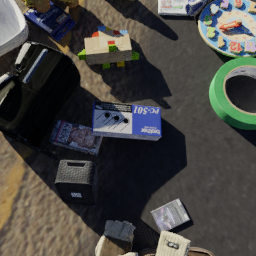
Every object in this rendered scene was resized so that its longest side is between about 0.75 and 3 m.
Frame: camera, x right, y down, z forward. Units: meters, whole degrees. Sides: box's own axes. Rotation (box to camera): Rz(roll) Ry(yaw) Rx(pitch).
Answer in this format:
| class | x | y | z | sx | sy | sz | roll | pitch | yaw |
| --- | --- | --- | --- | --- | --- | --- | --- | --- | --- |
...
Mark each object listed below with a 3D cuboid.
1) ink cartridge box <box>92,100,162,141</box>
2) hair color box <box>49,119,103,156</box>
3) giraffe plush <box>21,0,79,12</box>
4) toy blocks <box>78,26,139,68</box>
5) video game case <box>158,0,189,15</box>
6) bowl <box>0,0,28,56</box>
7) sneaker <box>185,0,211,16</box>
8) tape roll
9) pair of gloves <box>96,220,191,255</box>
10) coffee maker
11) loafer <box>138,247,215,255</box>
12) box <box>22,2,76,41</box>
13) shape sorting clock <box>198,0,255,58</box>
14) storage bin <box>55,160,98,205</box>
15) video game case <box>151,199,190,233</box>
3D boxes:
| class | x | y | z | sx | sy | sz | roll | pitch | yaw |
| --- | --- | --- | --- | --- | --- | --- | --- | --- | --- |
| ink cartridge box | -0.032 | -0.220 | 8.909 | 2.172 | 0.480 | 1.021 | 5 | 70 | -13 |
| hair color box | -1.644 | 0.298 | 9.008 | 1.546 | 0.468 | 0.773 | 14 | 72 | 4 |
| giraffe plush | -3.038 | -5.015 | 10.180 | 1.726 | 1.837 | 2.129 | -41 | 68 | -10 |
| toy blocks | -0.737 | -3.022 | 9.968 | 2.070 | 1.034 | 1.415 | -7 | 60 | -3 |
| video game case | 1.768 | -4.864 | 10.917 | 1.160 | 0.137 | 1.056 | 2 | 71 | 1 |
| bowl | -5.107 | -3.562 | 10.011 | 2.777 | 1.038 | 2.781 | -33 | 74 | -10 |
| sneaker | 2.592 | -5.049 | 10.770 | 0.935 | 0.654 | 1.619 | 41 | 69 | 16 |
| tape roll | 4.037 | -1.175 | 9.443 | 2.448 | 0.588 | 2.448 | 0 | 71 | -1 |
| pair of gloves | 0.266 | 3.768 | 7.514 | 2.641 | 0.463 | 2.245 | 5 | 76 | 23 |
| coffee maker | -2.740 | -0.887 | 8.833 | 2.814 | 1.973 | 2.929 | 32 | 75 | -9 |
| loafer | 1.367 | 3.750 | 7.672 | 2.217 | 0.787 | 0.810 | -2 | 73 | 0 |
| box | -2.979 | -4.175 | 10.615 | 1.808 | 0.293 | 1.095 | 36 | 75 | 10 |
| shape sorting clock | 4.021 | -3.788 | 10.337 | 2.815 | 0.552 | 2.815 | 0 | 72 | 0 |
| storage bin | -1.414 | 1.591 | 7.970 | 1.005 | 1.486 | 0.697 | 3 | 52 | 1 |
| video game case | 1.271 | 2.643 | 8.424 | 0.966 | 0.092 | 0.690 | -24 | 73 | -7 |
